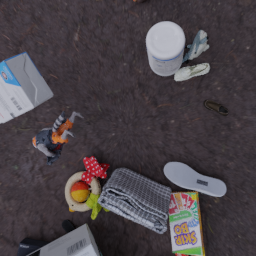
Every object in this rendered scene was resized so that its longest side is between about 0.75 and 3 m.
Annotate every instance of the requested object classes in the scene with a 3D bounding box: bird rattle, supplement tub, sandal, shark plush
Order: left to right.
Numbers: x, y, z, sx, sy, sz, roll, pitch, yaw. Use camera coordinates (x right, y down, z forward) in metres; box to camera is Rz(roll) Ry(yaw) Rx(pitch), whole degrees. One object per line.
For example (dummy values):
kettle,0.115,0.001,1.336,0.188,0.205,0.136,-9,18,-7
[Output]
sandal,-1.896,3.738,9.884,0.437,0.262,1.164,-39,71,-9
bird rattle,-1.443,2.075,9.657,1.703,1.177,2.089,-17,82,15
supplement tub,1.278,-2.634,9.561,1.252,1.897,1.252,-1,83,7
shark plush,2.434,-2.922,10.513,0.644,0.702,1.546,45,107,24

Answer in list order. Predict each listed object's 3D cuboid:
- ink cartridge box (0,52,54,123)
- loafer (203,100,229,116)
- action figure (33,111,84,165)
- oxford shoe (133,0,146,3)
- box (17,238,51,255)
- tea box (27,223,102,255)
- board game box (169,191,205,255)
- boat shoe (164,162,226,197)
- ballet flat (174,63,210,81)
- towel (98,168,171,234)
ink cartridge box,-3.016,-0.911,7.127,2.111,0.716,1.224,-15,111,40
loafer,3.253,-0.771,10.226,1.002,0.357,0.366,24,85,2
action figure,-1.891,0.044,7.274,1.536,0.831,1.588,-29,41,24
oxford shoe,1.440,-5.428,10.380,2.806,0.999,1.018,-39,90,-4
box,-3.192,4.455,9.612,1.122,0.584,1.021,11,86,1
tea box,-1.876,5.045,8.508,2.827,1.889,2.781,-26,96,-12
board game box,1.977,3.353,9.628,1.084,0.340,2.270,-9,86,31
boat shoe,2.276,1.873,9.809,2.260,0.640,0.776,22,69,2
ballet flat,2.362,-2.118,10.315,1.379,0.495,0.495,-17,85,-1
towel,0.342,2.232,9.095,2.261,1.872,0.967,25,101,4
